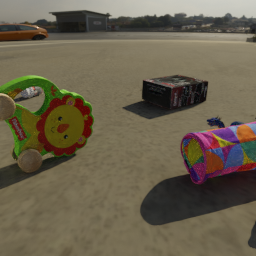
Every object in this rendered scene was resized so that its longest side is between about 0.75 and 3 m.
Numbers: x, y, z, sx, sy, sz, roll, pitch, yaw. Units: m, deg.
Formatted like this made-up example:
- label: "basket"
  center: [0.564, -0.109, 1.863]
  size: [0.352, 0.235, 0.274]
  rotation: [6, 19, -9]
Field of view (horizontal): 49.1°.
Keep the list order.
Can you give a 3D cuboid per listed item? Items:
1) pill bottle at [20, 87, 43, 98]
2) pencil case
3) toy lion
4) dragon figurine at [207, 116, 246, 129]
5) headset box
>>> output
- label: "pill bottle"
  center: [-4.577, -1.786, 13.321]
  size: [0.576, 0.576, 0.995]
  rotation: [10, 24, 23]
- label: "pencil case"
  center: [2.714, 0.529, 6.755]
  size: [2.907, 1.285, 1.285]
  rotation: [-6, 22, -18]
- label: "toy lion"
  center: [-2.015, -0.226, 7.090]
  size: [2.355, 2.457, 0.843]
  rotation: [-33, 37, -25]
- label: "dragon figurine"
  center: [3.135, 0.169, 7.932]
  size: [1.864, 0.927, 0.549]
  rotation: [9, 24, 21]
- label: "headset box"
  center: [1.982, -1.649, 12.440]
  size: [2.528, 0.976, 1.881]
  rotation: [-13, 25, -34]
